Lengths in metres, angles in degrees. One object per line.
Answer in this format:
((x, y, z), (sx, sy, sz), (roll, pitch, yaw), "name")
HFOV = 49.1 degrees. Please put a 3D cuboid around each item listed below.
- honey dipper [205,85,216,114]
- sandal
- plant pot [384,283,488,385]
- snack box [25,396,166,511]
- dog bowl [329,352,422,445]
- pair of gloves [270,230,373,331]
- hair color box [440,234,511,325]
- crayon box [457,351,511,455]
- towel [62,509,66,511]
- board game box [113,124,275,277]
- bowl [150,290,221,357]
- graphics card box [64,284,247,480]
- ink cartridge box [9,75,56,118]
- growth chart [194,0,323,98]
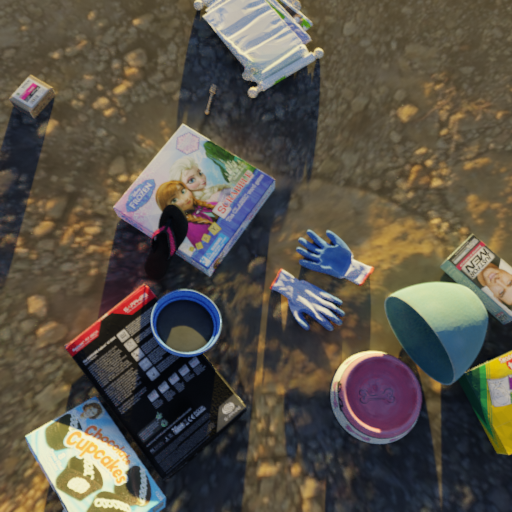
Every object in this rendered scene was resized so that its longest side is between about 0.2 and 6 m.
((-1.011, -3.413, 12.237), (0.134, 0.134, 0.704), (12, 73, 4), "honey dipper")
((-1.724, -0.215, 10.490), (0.598, 0.359, 1.592), (28, 111, 12), "sandal")
((3.257, 1.150, 9.702), (1.195, 1.774, 1.774), (-31, 73, -10), "plant pot")
((-2.624, 3.502, 9.110), (1.297, 0.414, 2.232), (-28, 56, -32), "snack box")
((2.152, 2.456, 9.866), (1.650, 0.608, 1.650), (0, 71, 0), "dog bowl")
((1.233, 0.467, 10.791), (1.574, 0.223, 1.957), (32, 73, 11), "pair of gloves")
((4.414, 0.443, 10.653), (0.791, 0.484, 1.597), (-41, 76, -14), "hair color box")
((4.717, 2.455, 9.914), (1.725, 0.503, 1.488), (-22, 72, -8), "crayon box")
((-3.050, 5.171, 9.121), (1.251, 0.192, 1.639), (23, 73, 8), "towel")
((-1.210, -1.162, 11.231), (2.323, 0.479, 2.328), (32, 73, 11), "board game box")
((-1.233, 1.187, 9.800), (1.232, 0.242, 1.232), (8, 57, -12), "bowl")
((-1.749, 2.178, 9.892), (1.828, 0.741, 2.914), (-39, 74, -13), "graphics card box")
((-4.858, -3.456, 12.165), (0.622, 0.284, 0.755), (31, 74, 9), "ink cartridge box")
((0.094, -5.294, 12.828), (2.331, 0.286, 3.221), (-28, 72, -10), "growth chart")
